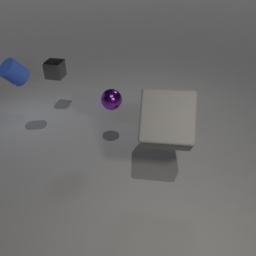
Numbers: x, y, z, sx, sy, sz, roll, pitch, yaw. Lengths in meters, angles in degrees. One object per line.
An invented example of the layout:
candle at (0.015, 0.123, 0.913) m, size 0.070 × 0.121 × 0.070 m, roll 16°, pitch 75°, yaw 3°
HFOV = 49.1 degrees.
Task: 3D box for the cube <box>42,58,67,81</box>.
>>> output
cube at (-3.023, -2.431, 11.571) m, size 0.700 × 0.700 × 0.700 m, roll 7°, pitch 34°, yaw 11°

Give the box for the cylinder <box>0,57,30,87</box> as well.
cylinder at (-3.720, -1.824, 9.171) m, size 0.700 × 0.700 × 0.700 m, roll -13°, pitch 62°, yaw 26°

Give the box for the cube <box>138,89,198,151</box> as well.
cube at (1.075, -0.173, 7.592) m, size 1.400 × 1.400 × 1.400 m, roll 3°, pitch -10°, yaw 8°

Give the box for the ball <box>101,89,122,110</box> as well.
ball at (-0.540, -0.933, 9.190) m, size 0.700 × 0.700 × 0.700 m, roll 0°, pitch 31°, yaw 0°
